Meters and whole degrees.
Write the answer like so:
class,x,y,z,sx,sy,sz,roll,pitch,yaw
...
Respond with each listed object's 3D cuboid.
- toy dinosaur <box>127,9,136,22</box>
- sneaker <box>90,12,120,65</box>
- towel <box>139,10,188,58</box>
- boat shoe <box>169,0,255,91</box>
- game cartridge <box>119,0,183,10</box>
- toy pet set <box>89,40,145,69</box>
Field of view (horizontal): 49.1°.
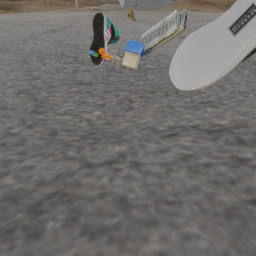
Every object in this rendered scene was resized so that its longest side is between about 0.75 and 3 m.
class,x,y,z,sx,sy,sz,roll,pitch,yaw
toy dinosaur,0.091,-4.348,8.578,0.578,1.987,1.005,1,9,-15
sneaker,-0.764,-2.883,9.447,0.701,1.676,1.012,7,3,31
towel,1.195,-3.501,10.233,2.128,0.368,2.049,-25,29,29
boat shoe,1.876,-1.534,4.685,0.805,2.842,0.975,-7,68,-40
game cartridge,0.839,-3.855,7.482,2.153,1.434,0.447,-17,75,-22
toy pet set,-0.278,-2.511,9.026,1.470,0.836,1.574,17,10,6
